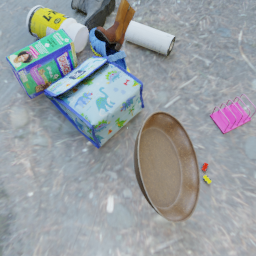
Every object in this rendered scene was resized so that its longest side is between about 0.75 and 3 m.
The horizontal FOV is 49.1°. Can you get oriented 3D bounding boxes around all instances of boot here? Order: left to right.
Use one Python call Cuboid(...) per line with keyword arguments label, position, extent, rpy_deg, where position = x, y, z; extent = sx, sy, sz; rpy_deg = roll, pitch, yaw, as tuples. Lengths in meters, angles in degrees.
Cuboid(label="boot", position=(-1.900, -5.457, 13.081), extent=(1.832, 0.971, 2.782), rpy_deg=(19, 53, 13))
Cuboid(label="boot", position=(-0.357, -3.449, 9.061), extent=(0.541, 1.489, 1.581), rpy_deg=(26, 95, 33))

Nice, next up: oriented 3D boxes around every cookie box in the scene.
Cuboid(label="cookie box", position=(-3.162, -2.431, 10.802), extent=(2.331, 1.994, 0.876), rpy_deg=(-35, 74, -16))

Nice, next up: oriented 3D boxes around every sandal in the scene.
Cuboid(label="sandal", position=(-0.773, -3.288, 11.685), extent=(1.148, 1.257, 2.888), rpy_deg=(-28, 65, -11))

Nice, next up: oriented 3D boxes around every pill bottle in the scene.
Cuboid(label="pill bottle", position=(-3.013, -4.231, 12.094), extent=(2.406, 1.375, 1.375), rpy_deg=(26, 66, 13))

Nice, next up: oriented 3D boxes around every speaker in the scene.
Cuboid(label="speaker", position=(0.895, -3.933, 12.213), extent=(2.185, 0.887, 0.887), rpy_deg=(24, 65, 13))

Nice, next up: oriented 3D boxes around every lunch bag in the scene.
Cuboid(label="lunch bag", position=(-1.269, -1.247, 10.334), extent=(2.543, 1.906, 2.991), rpy_deg=(-40, 62, -19))

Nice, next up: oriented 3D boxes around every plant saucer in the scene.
Cuboid(label="plant saucer", position=(0.914, 0.920, 6.792), extent=(0.486, 2.657, 2.657), rpy_deg=(-19, 55, 38))

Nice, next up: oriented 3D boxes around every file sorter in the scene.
Cuboid(label="file sorter", position=(3.959, -0.572, 10.510), extent=(1.309, 0.821, 0.910), rpy_deg=(-25, 65, -12))

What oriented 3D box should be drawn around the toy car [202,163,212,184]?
Cuboid(label="toy car", position=(2.492, 1.600, 9.757), extent=(0.716, 0.170, 0.761), rpy_deg=(-3, 62, -1))
